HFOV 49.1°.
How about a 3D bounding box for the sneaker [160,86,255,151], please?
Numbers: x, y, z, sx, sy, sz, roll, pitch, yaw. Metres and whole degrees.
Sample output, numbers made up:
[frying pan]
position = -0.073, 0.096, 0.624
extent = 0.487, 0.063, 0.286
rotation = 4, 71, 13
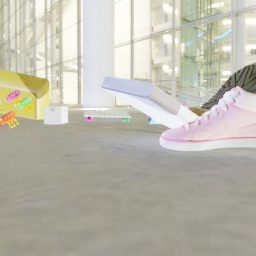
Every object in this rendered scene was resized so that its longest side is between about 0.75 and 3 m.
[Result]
[sneaker]
position = 1.221, -0.141, 3.896
extent = 1.590, 0.831, 0.599
rotation = -4, 11, 10

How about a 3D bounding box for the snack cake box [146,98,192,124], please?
[snack cake box]
position = 1.411, -0.590, 9.750
extent = 1.407, 0.809, 0.473
rotation = -3, 48, -21

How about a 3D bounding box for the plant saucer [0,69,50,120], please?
[plant saucer]
position = -4.425, -1.186, 11.313
extent = 2.350, 0.569, 2.350
rotation = 10, -38, -10

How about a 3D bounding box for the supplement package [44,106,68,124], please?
[supplement package]
position = -2.574, -0.476, 10.092
extent = 0.634, 0.610, 1.114
rotation = 0, 4, -2

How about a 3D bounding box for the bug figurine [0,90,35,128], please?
[bug figurine]
position = -3.689, -0.669, 8.606
extent = 1.322, 0.439, 1.705
rotation = -40, 45, -25

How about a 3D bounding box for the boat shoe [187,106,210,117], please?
[boat shoe]
position = 1.733, -0.177, 5.951
extent = 1.116, 0.398, 0.360
rotation = 25, 29, -3

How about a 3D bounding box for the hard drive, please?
[hard drive]
position = 0.627, -0.332, 5.158
extent = 2.010, 0.268, 1.326
rotation = 27, -4, -40

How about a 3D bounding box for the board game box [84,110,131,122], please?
[board game box]
position = -0.865, -0.519, 11.515
extent = 1.805, 0.234, 1.806
rotation = 2, 10, -6

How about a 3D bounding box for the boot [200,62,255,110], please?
[boot]
position = 3.212, -1.162, 7.230
extent = 2.910, 0.962, 2.549
rotation = -31, -3, -42
